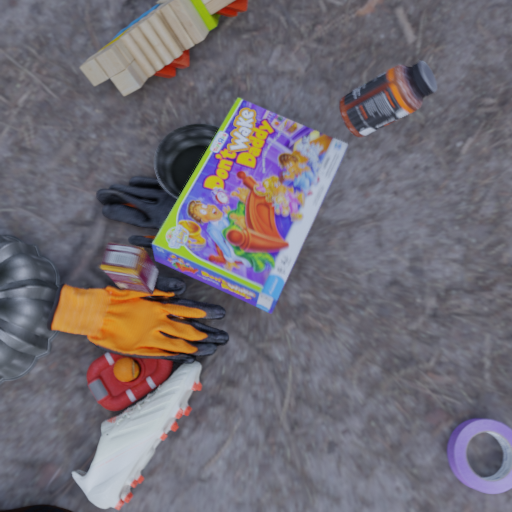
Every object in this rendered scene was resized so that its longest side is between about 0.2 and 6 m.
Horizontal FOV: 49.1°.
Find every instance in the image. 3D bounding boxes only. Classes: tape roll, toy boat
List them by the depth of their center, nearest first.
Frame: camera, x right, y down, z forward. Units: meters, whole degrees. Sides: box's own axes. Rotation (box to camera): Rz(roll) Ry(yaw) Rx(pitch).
[{"bbox_3d":[3.479,3.024,8.504,1.053,0.346,1.053,0,75,-1],"label":"tape roll"},{"bbox_3d":[-1.929,1.733,8.525,1.355,0.886,0.884,-32,82,-11],"label":"toy boat"}]

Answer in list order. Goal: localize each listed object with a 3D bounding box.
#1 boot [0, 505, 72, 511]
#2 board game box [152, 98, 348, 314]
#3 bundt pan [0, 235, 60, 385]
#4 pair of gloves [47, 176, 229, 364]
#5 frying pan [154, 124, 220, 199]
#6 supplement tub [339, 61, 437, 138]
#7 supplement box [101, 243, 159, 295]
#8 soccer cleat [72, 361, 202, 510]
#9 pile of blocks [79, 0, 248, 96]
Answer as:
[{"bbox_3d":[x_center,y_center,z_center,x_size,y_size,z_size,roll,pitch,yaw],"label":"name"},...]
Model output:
[{"bbox_3d":[-3.454,4.218,8.040,2.240,0.837,1.086,2,85,11],"label":"boot"},{"bbox_3d":[-0.036,-0.846,8.682,1.965,0.654,2.922,24,67,5],"label":"board game box"},{"bbox_3d":[-4.417,0.774,8.768,2.601,0.976,2.601,0,76,0],"label":"bundt pan"},{"bbox_3d":[-1.561,0.125,8.949,2.794,0.388,3.136,12,63,4],"label":"pair of gloves"},{"bbox_3d":[-0.393,-1.339,9.444,2.670,0.435,1.615,18,65,-2],"label":"frying pan"},{"bbox_3d":[1.924,-2.302,8.182,1.321,0.706,0.706,-22,72,38],"label":"supplement tub"},{"bbox_3d":[-1.832,0.199,8.227,0.529,0.959,0.411,9,69,9],"label":"supplement box"},{"bbox_3d":[-1.754,2.544,8.392,0.976,0.872,2.517,33,81,10],"label":"soccer cleat"},{"bbox_3d":[-1.456,-4.016,10.115,3.476,1.427,1.080,-36,121,0],"label":"pile of blocks"}]
